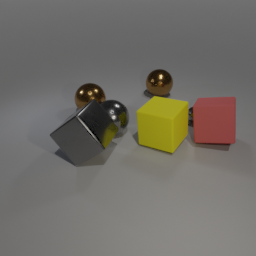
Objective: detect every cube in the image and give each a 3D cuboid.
[{"bbox_3d":[-1.415,0.143,9.353,1.400,1.400,1.400,-31,14,31],"label":"cube"},{"bbox_3d":[3.213,-0.316,10.313,1.400,1.400,1.400,0,17,21],"label":"cube"},{"bbox_3d":[1.277,-0.168,10.173,1.400,1.400,1.400,14,35,29],"label":"cube"}]

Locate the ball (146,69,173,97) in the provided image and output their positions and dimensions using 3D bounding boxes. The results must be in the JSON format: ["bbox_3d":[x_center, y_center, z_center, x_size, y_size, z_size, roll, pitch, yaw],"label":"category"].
[{"bbox_3d":[1.603,-2.304,14.331,1.400,1.400,1.400,0,29,0],"label":"ball"}]

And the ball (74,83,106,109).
[{"bbox_3d":[-1.682,-1.306,12.520,1.400,1.400,1.400,0,29,0],"label":"ball"}]

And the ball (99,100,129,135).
[{"bbox_3d":[-0.646,-0.401,10.876,1.400,1.400,1.400,0,29,0],"label":"ball"}]

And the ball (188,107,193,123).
[{"bbox_3d":[2.833,-0.569,11.880,0.700,0.700,0.700,0,29,0],"label":"ball"}]
